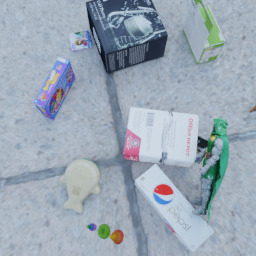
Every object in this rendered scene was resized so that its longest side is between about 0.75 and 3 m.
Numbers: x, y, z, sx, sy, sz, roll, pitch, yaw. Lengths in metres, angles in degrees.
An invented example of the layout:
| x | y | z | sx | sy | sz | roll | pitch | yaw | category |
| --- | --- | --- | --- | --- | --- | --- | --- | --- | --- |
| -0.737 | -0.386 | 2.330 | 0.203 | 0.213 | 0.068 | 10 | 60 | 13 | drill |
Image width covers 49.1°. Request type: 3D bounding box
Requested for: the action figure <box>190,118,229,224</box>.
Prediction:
| x | y | z | sx | sy | sz | roll | pitch | yaw | category |
| --- | --- | --- | --- | --- | --- | --- | --- | --- | --- |
| 2.435 | 1.119 | 8.266 | 0.807 | 1.743 | 2.951 | 10 | 105 | 4 | action figure |

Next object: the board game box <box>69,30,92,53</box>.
| x | y | z | sx | sy | sz | roll | pitch | yaw | category |
| --- | --- | --- | --- | --- | --- | --- | --- | --- | --- |
| -1.926 | -3.511 | 11.350 | 0.823 | 0.170 | 0.825 | -12 | 72 | -4 | board game box |

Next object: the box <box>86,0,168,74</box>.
| x | y | z | sx | sy | sz | roll | pitch | yaw | category |
| --- | --- | --- | --- | --- | --- | --- | --- | --- | --- |
| -0.080 | -3.730 | 10.742 | 2.397 | 1.511 | 2.438 | -19 | 73 | -8 | box |

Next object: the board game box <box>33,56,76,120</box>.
| x | y | z | sx | sy | sz | roll | pitch | yaw | category |
| --- | --- | --- | --- | --- | --- | --- | --- | --- | --- |
| -2.576 | -1.398 | 10.058 | 0.428 | 1.286 | 1.913 | 21 | 72 | 7 | board game box |

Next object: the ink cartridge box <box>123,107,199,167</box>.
| x | y | z | sx | sy | sz | roll | pitch | yaw | category |
| --- | --- | --- | --- | --- | --- | --- | --- | --- | --- |
| 1.126 | 0.329 | 9.598 | 2.323 | 0.980 | 1.682 | 7 | 73 | 5 | ink cartridge box |

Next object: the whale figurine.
| x | y | z | sx | sy | sz | roll | pitch | yaw | category |
| --- | --- | --- | --- | --- | --- | --- | --- | --- | --- |
| -1.563 | 1.870 | 9.317 | 1.410 | 0.920 | 1.773 | 15 | 96 | 3 | whale figurine |

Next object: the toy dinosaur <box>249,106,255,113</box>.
| x | y | z | sx | sy | sz | roll | pitch | yaw | category |
| --- | --- | --- | --- | --- | --- | --- | --- | --- | --- |
| 5.199 | -0.702 | 10.271 | 1.477 | 0.754 | 1.003 | -22 | 57 | 12 | toy dinosaur |

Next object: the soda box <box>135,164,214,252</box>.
| x | y | z | sx | sy | sz | roll | pitch | yaw | category |
| --- | --- | --- | --- | --- | --- | --- | --- | --- | --- |
| 1.395 | 2.508 | 8.984 | 0.924 | 0.863 | 2.712 | -38 | 76 | -11 | soda box |

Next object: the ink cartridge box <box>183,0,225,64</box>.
| x | y | z | sx | sy | sz | roll | pitch | yaw | category |
| --- | --- | --- | --- | --- | --- | --- | --- | --- | --- |
| 2.880 | -3.752 | 10.279 | 0.889 | 2.346 | 1.734 | -15 | 72 | -5 | ink cartridge box |

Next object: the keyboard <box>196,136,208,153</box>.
| x | y | z | sx | sy | sz | roll | pitch | yaw | category |
| --- | --- | --- | --- | --- | --- | --- | --- | --- | --- |
| 2.457 | 0.555 | 10.044 | 0.913 | 0.094 | 0.580 | 27 | 67 | 9 | keyboard |

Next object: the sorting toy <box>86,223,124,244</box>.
| x | y | z | sx | sy | sz | roll | pitch | yaw | category |
| --- | --- | --- | --- | --- | --- | --- | --- | --- | --- |
| -0.739 | 3.054 | 8.219 | 1.249 | 0.430 | 0.433 | 7 | 75 | 34 | sorting toy |
